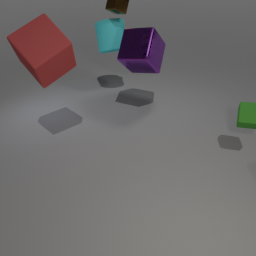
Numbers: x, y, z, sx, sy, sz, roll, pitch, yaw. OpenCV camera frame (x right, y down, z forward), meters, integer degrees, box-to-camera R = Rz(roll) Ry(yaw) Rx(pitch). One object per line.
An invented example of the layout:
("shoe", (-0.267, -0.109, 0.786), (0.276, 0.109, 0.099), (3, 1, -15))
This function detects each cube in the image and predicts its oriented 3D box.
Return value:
("cube", (-0.472, -5.515, 12.451), (0.700, 0.700, 0.700), (4, 14, -45))
("cube", (3.966, -0.400, 9.132), (0.700, 0.700, 0.700), (7, -11, 17))
("cube", (-2.680, -2.419, 8.956), (1.400, 1.400, 1.400), (-40, 80, -14))
("cube", (0.587, -3.210, 11.743), (1.400, 1.400, 1.400), (8, -9, 29))

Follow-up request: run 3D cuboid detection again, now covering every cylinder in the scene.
("cylinder", (-0.803, -4.429, 13.535), (1.400, 1.400, 1.400), (-8, 12, 2))
